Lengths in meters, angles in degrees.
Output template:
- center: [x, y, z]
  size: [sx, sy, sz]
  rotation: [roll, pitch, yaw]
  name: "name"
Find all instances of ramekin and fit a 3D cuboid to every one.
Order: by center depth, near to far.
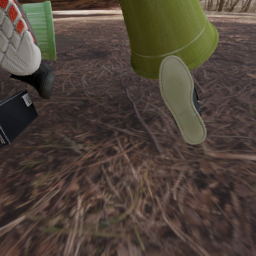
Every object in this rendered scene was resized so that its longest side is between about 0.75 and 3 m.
- center: [-2.893, -3.110, 9.081]
  size: [0.903, 1.849, 1.849]
  rotation: [-7, 28, -15]
  name: "ramekin"

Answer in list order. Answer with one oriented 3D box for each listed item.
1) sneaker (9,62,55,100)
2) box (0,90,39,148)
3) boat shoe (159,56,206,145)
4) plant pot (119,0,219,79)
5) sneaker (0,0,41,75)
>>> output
- center: [-1.877, -1.018, 5.266]
  size: [0.878, 0.506, 1.684]
  rotation: [13, 20, -22]
  name: "sneaker"
- center: [-2.185, -0.051, 4.482]
  size: [1.030, 0.576, 1.459]
  rotation: [-19, 18, 6]
  name: "box"
- center: [0.699, -0.361, 3.620]
  size: [0.427, 1.143, 0.379]
  rotation: [-25, 5, 9]
  name: "boat shoe"
- center: [0.759, -2.870, 6.828]
  size: [2.437, 2.314, 2.437]
  rotation: [-16, 46, 17]
  name: "plant pot"
- center: [-2.092, -1.962, 4.973]
  size: [2.497, 0.962, 1.023]
  rotation: [55, 24, 13]
  name: "sneaker"
